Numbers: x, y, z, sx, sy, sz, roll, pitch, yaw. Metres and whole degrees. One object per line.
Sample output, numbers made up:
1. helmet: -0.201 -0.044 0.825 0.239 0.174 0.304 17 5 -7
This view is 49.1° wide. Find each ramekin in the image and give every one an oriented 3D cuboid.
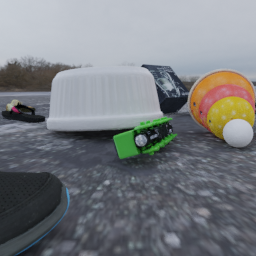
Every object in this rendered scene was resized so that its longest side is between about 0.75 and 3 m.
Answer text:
1. ramekin: -0.594 -0.729 7.141 2.956 1.377 2.956 -4 5 0

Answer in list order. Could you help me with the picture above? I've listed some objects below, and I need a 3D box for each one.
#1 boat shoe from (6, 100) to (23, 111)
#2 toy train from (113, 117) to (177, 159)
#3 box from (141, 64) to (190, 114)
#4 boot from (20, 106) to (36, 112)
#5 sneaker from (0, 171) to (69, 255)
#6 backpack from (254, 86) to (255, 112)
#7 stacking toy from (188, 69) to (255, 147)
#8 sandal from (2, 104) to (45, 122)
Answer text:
1. boat shoe: -4.840 -0.894 12.080 0.429 0.502 1.368 4 19 -5
2. toy train: 0.394 0.141 5.166 0.704 0.521 2.497 -17 -1 17
3. box: 1.333 -1.566 11.377 1.796 1.766 1.113 -9 -30 -44
4. boot: -4.501 -0.848 12.372 0.711 0.269 0.812 10 3 -33
5. sneaker: -1.591 0.440 1.873 2.356 0.965 0.863 -2 9 -17
6. backpack: 4.723 -1.179 11.885 1.524 1.174 1.451 -5 -1 -13
7. stacking toy: 2.154 -0.286 6.004 1.595 1.595 2.184 1 24 7
8. sandal: -3.571 -0.545 9.593 2.216 0.499 0.832 8 12 41
